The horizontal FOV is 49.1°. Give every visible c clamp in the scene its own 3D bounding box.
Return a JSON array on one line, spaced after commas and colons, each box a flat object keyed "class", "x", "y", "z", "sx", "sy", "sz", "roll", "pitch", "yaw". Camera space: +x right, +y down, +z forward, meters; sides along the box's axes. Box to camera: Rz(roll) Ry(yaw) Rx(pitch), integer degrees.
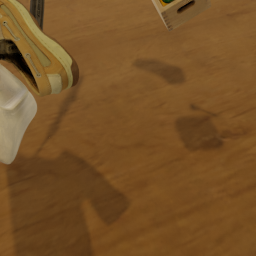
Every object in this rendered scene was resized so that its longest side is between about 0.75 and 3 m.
[{"class": "c clamp", "x": -2.583, "y": -3.084, "z": 6.242, "sx": 0.363, "sy": 2.288, "sz": 2.678, "roll": 0, "pitch": 80, "yaw": 24}]

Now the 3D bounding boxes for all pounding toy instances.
[{"class": "pounding toy", "x": 1.031, "y": -2.979, "z": 5.546, "sx": 1.338, "sy": 0.697, "sz": 1.524, "roll": -28, "pitch": 64, "yaw": 14}]

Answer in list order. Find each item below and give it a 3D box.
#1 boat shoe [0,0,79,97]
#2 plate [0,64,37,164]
[{"class": "boat shoe", "x": -1.880, "y": -1.401, "z": 4.512, "sx": 2.392, "sy": 0.857, "sz": 0.911, "roll": 41, "pitch": 53, "yaw": 18}, {"class": "plate", "x": -2.613, "y": -0.959, "z": 4.268, "sx": 0.465, "sy": 2.870, "sz": 2.876, "roll": -48, "pitch": 20, "yaw": 5}]
